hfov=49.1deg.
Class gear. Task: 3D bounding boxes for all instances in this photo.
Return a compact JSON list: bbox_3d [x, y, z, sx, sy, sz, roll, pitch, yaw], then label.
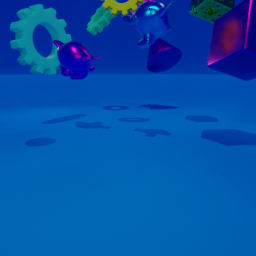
[{"bbox_3d":[-0.162,-3.699,7.673,1.225,1.225,0.227,1,3,5],"label":"gear"},{"bbox_3d":[-2.638,-2.703,8.721,0.378,2.042,2.042,6,13,34],"label":"gear"},{"bbox_3d":[-0.980,-4.297,10.811,0.282,1.525,1.525,35,-9,-33],"label":"gear"}]

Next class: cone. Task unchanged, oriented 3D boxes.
[{"bbox_3d":[1.299,-3.539,12.200,1.594,1.600,1.594,-17,-22,-7],"label":"cone"}]

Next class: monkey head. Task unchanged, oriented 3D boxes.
[{"bbox_3d":[0.440,-2.329,6.285,1.388,0.836,0.998,3,45,40],"label":"monkey head"},{"bbox_3d":[-1.401,-1.972,8.002,1.654,0.997,1.190,27,32,24],"label":"monkey head"},{"bbox_3d":[0.697,-4.604,11.322,0.920,1.098,1.527,-6,12,30],"label":"monkey head"}]

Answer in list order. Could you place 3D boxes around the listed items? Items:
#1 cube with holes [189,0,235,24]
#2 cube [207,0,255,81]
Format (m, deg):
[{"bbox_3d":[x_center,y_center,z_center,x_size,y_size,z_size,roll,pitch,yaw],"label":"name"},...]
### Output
[{"bbox_3d":[2.408,-3.685,7.949,0.874,0.874,0.874,14,-10,-19],"label":"cube with holes"},{"bbox_3d":[2.652,-1.874,6.151,1.192,1.192,1.192,14,-10,-19],"label":"cube"}]
